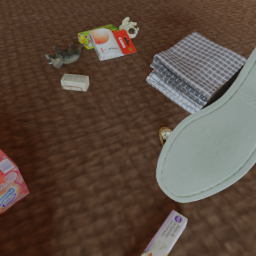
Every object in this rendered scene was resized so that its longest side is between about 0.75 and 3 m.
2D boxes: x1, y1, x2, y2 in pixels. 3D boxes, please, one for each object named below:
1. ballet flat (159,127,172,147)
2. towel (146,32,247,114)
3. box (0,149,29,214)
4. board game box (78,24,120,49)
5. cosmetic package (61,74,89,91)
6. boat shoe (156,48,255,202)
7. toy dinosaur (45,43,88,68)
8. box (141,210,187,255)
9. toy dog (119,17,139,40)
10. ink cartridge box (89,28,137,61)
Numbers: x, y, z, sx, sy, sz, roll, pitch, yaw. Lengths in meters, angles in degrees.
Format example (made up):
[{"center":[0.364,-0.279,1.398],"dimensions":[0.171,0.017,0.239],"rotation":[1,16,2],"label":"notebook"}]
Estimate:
[{"center":[1.155,0.343,7.889],"dimensions":[0.456,0.419,1.329],"rotation":[-2,45,-3],"label":"ballet flat"},{"center":[2.330,-1.805,9.069],"dimensions":[2.804,1.200,2.322],"rotation":[41,66,21],"label":"towel"},{"center":[-3.654,0.966,6.755],"dimensions":[2.370,1.122,1.216],"rotation":[33,53,28],"label":"box"},{"center":[-1.236,-4.031,12.299],"dimensions":[1.675,0.399,0.851],"rotation":[-26,50,-24],"label":"board game box"},{"center":[-1.854,-1.603,9.869],"dimensions":[0.885,0.386,0.458],"rotation":[7,45,8],"label":"cosmetic package"},{"center":[1.547,-0.120,3.851],"dimensions":[1.097,2.902,0.876],"rotation":[49,21,17],"label":"boat shoe"},{"center":[-2.389,-2.842,11.047],"dimensions":[1.855,0.714,0.949],"rotation":[-17,60,-26],"label":"toy dinosaur"},{"center":[0.554,2.553,5.680],"dimensions":[0.381,0.408,1.970],"rotation":[29,51,25],"label":"box"},{"center":[0.046,-4.378,12.492],"dimensions":[0.919,0.661,0.948],"rotation":[-30,52,-13],"label":"toy dog"},{"center":[-0.604,-3.545,11.525],"dimensions":[1.647,0.413,1.335],"rotation":[-19,69,-14],"label":"ink cartridge box"}]
